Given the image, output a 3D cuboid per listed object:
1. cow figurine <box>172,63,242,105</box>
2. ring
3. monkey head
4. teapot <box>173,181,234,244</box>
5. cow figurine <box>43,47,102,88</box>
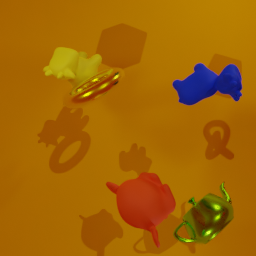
[{"bbox_3d":[1.491,-0.765,5.244,1.177,1.158,0.646,-34,124,9],"label":"cow figurine"},{"bbox_3d":[-0.708,-0.842,5.807,1.420,1.420,0.284,-30,111,-4],"label":"ring"},{"bbox_3d":[0.327,1.522,5.415,1.013,1.210,1.681,-32,45,-18],"label":"monkey head"},{"bbox_3d":[1.799,1.950,6.408,1.931,1.201,0.946,-31,63,-24],"label":"teapot"},{"bbox_3d":[-1.207,-1.220,6.546,0.838,1.527,1.503,16,46,22],"label":"cow figurine"}]
